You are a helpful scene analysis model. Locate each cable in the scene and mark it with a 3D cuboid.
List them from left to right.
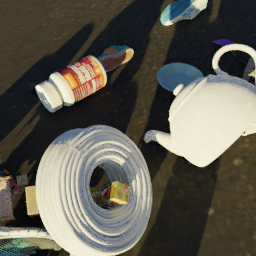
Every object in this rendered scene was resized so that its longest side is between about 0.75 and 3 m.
[{"bbox_3d":[-0.597,1.259,5.867,0.928,2.680,2.680,-19,26,42],"label":"cable"}]

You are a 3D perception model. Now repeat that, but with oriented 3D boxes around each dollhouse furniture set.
[{"bbox_3d":[-3.024,1.573,6.137,1.997,0.884,1.035,-6,70,-19],"label":"dollhouse furniture set"}]

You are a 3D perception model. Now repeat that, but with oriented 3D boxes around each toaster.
[{"bbox_3d":[4.624,-1.747,8.980,1.005,1.531,1.693,-25,54,-20],"label":"toaster"}]

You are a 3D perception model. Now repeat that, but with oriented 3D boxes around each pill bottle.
[{"bbox_3d":[-1.782,-1.407,8.964,2.065,1.131,1.131,-36,58,-26],"label":"pill bottle"}]

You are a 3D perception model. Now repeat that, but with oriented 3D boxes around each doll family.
[{"bbox_3d":[-3.492,1.325,6.844,1.116,0.810,1.798,-36,90,-20],"label":"doll family"}]

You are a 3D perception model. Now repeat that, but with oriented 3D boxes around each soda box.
[{"bbox_3d":[-0.446,1.420,5.917,0.349,1.092,0.370,27,57,-31],"label":"soda box"}]

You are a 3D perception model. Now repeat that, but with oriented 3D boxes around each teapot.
[{"bbox_3d":[1.901,-0.440,6.767,2.484,2.452,1.814,-39,77,-26],"label":"teapot"}]

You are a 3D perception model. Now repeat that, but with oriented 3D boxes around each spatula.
[{"bbox_3d":[4.151,-2.943,10.875,0.625,0.227,2.211,-16,51,-13],"label":"spatula"}]

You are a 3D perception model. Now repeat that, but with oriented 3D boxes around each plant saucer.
[{"bbox_3d":[1.797,-1.649,9.710,1.626,0.313,1.626,0,49,0],"label":"plant saucer"}]

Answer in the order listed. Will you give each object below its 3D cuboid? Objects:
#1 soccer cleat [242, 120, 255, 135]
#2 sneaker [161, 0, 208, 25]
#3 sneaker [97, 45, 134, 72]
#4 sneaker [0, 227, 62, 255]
[{"bbox_3d":[3.737,-0.288,8.203,2.739,0.957,1.182,-4,54,4],"label":"soccer cleat"},{"bbox_3d":[2.553,-5.200,12.424,2.396,0.968,0.917,-34,57,-2],"label":"sneaker"},{"bbox_3d":[-0.670,-2.612,10.376,1.787,0.638,0.714,-30,52,-30],"label":"sneaker"},{"bbox_3d":[-2.402,2.586,5.913,2.066,0.802,0.942,2,71,-1],"label":"sneaker"}]
